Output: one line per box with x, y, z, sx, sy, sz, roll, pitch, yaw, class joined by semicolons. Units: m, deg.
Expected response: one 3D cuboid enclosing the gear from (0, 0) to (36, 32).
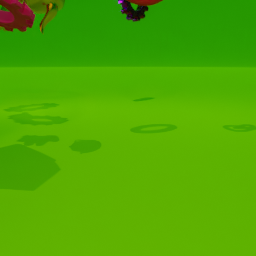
-2.932;-2.715;6.220;1.636;0.303;1.636;10;-10;2;gear

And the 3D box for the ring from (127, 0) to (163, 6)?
0.253;-2.827;4.901;1.331;1.331;0.266;-4;4;-17;ring

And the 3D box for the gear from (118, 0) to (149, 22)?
0.220;-4.589;10.062;0.262;1.415;1.415;11;17;41;gear

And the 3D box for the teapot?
-1.243;-1.889;3.848;0.609;1.243;0.773;-26;-11;9;teapot

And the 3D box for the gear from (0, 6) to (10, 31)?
-4.020;-3.550;8.324;1.983;0.367;1.983;-42;-3;-3;gear
